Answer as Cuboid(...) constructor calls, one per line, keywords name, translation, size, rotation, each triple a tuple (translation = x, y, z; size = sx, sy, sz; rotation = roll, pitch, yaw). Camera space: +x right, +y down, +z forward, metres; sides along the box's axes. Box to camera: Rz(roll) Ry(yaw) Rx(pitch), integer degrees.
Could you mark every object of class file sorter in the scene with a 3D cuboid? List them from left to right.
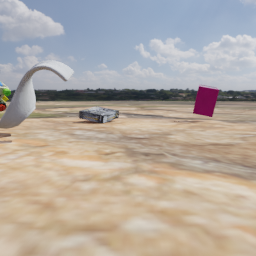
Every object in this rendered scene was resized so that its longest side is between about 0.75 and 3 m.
Cuboid(name="file sorter", translation=(2.826, -1.019, 10.215), size=(0.706, 1.015, 0.637), rotation=(12, 20, 10))

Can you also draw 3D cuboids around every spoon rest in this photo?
Cuboid(name="spoon rest", translation=(-2.206, -0.746, 6.206), size=(2.297, 0.696, 1.141), rotation=(-33, 21, 28))

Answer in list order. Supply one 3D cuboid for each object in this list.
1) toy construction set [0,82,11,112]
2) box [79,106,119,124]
Cuboid(name="toy construction set", translation=(-4.080, -0.804, 7.581), size=(2.015, 1.321, 0.928), rotation=(-35, 52, -2))
Cuboid(name="box", translation=(-0.986, -0.472, 9.758), size=(0.943, 0.288, 1.190), rotation=(11, 16, 22))
